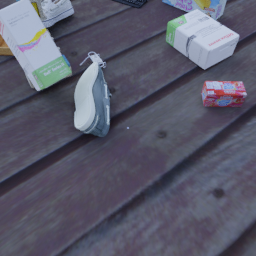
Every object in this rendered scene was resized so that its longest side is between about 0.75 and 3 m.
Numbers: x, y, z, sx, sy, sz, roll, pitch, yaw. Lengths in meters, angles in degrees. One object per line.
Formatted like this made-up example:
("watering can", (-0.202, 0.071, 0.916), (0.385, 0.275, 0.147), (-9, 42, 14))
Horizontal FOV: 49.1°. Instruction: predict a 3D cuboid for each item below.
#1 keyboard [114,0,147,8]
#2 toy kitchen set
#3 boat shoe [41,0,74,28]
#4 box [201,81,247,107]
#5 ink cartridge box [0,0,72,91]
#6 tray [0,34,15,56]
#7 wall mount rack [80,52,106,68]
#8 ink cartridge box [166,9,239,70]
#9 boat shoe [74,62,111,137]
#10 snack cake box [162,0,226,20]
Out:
("keyboard", (0.035, -5.696, 12.160), (1.607, 0.206, 0.965), (26, 57, 17))
("toy kitchen set", (-2.980, -2.856, 8.941), (1.381, 1.878, 2.345), (-24, 56, -18))
("boat shoe", (-2.998, -4.355, 10.449), (0.876, 0.862, 2.469), (10, 42, 34))
("box", (2.845, -1.012, 8.372), (1.157, 0.552, 0.577), (0, 54, 0))
("ink cartridge box", (-2.736, -2.401, 7.633), (0.892, 2.650, 1.552), (-36, 18, -19))
("tray", (-4.169, -3.430, 10.341), (0.982, 0.369, 1.990), (2, 52, 2))
("wall mount rack", (-1.185, -2.174, 9.435), (0.750, 0.322, 0.863), (-22, 56, -20))
("ink cartridge box", (2.549, -3.132, 9.794), (1.471, 0.849, 2.021), (-30, 58, -21))
("boat shoe", (-0.974, -0.875, 8.276), (0.864, 1.018, 2.795), (31, 36, -31))
("snack cake box", (2.669, -5.454, 11.192), (2.509, 1.443, 0.843), (33, 60, 23))
